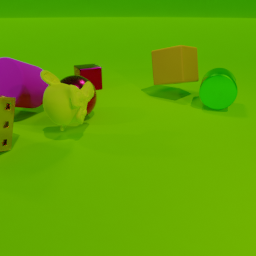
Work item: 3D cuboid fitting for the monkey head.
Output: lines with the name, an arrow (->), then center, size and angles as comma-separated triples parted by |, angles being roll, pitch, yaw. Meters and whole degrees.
monkey head -> -1.423, -0.677, 6.708 | 1.010, 1.677, 1.206 | 6, 40, 20

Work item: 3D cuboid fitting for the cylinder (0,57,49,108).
cylinder -> -3.190, -1.265, 8.173 | 1.329, 1.329, 1.329 | 7, 3, 16

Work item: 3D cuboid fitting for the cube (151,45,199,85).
cube -> 1.686, -2.196, 9.967 | 1.210, 1.210, 1.210 | 1, 9, 39

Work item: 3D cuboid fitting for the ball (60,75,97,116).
ball -> -1.525, -0.894, 8.098 | 1.250, 1.250, 1.250 | 0, 24, 0

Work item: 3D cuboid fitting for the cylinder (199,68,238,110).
cylinder -> 2.910, -1.289, 9.033 | 1.127, 1.127, 1.127 | 7, 23, 16

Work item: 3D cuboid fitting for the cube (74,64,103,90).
cube -> -1.586, -2.014, 11.130 | 0.885, 0.885, 0.885 | -11, 26, -24

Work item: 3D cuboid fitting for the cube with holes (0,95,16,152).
cube with holes -> -3.401, -0.160, 6.073 | 1.215, 1.215, 1.215 | 12, 8, 25
